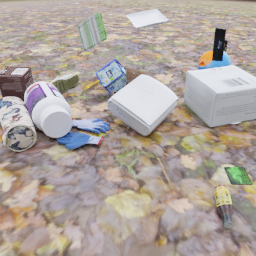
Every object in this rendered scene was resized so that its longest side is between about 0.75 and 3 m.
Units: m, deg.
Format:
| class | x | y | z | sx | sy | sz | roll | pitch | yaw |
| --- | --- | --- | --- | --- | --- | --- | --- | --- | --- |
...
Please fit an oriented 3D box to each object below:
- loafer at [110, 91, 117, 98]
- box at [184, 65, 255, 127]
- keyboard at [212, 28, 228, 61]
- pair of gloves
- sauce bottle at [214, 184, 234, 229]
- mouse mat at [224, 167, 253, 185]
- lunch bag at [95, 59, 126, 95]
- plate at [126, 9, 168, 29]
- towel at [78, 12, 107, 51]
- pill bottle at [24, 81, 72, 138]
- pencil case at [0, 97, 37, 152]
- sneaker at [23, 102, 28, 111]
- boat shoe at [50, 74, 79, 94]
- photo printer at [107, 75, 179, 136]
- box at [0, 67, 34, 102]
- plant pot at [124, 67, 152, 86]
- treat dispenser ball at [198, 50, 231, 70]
| class | x | y | z | sx | sy | sz | roll | pitch | yaw |
| --- | --- | --- | --- | --- | --- | --- | --- | --- | --- |
| loafer | 0.561 | -1.329 | 12.999 | 2.823 | 0.888 | 1.014 | -7 | 33 | -11 |
| box | 4.233 | -1.506 | 12.538 | 2.565 | 1.686 | 2.579 | -10 | 33 | -15 |
| keyboard | 2.769 | -2.495 | 8.424 | 0.566 | 0.943 | 0.121 | -3 | 13 | -26 |
| pair of gloves | -1.746 | 0.204 | 11.184 | 1.809 | 0.256 | 2.250 | 4 | 31 | 10 |
| sauce bottle | 2.714 | 2.174 | 7.848 | 0.446 | 0.446 | 1.350 | 3 | 31 | 4 |
| mouse mat | 3.615 | 1.560 | 9.217 | 0.702 | 0.033 | 0.873 | 0 | 31 | 0 |
| lunch bag | -0.664 | -2.475 | 13.849 | 1.293 | 1.521 | 0.969 | -32 | 26 | 16 |
| plate | 0.720 | -4.142 | 10.733 | 1.303 | 0.211 | 1.300 | -15 | 44 | -9 |
| towel | -1.497 | -4.050 | 11.867 | 1.560 | 1.164 | 0.239 | -9 | 8 | 45 |
| pill bottle | -3.227 | -0.751 | 11.444 | 1.539 | 1.539 | 2.762 | -15 | 34 | -22 |
| pencil case | -4.477 | -0.217 | 11.004 | 1.288 | 1.120 | 2.879 | -12 | 34 | -25 |
| sneaker | -4.425 | -0.981 | 12.895 | 1.084 | 0.435 | 0.468 | -17 | 37 | -23 |
| boat shoe | -3.538 | -2.323 | 14.780 | 0.741 | 0.810 | 2.167 | 11 | 26 | 28 |
| photo printer | 0.756 | -1.108 | 11.847 | 2.191 | 0.914 | 2.633 | 37 | 52 | 15 |
| box | -5.385 | -2.075 | 13.619 | 1.227 | 1.494 | 1.240 | 1 | 31 | 2 |
| plant pot | 0.421 | -2.328 | 14.200 | 1.402 | 1.417 | 1.417 | 3 | 31 | -14 |
| treat dispenser ball | 4.775 | -3.416 | 15.500 | 1.778 | 1.778 | 1.778 | 0 | 32 | 0 |
